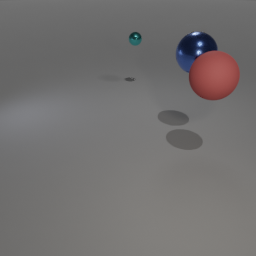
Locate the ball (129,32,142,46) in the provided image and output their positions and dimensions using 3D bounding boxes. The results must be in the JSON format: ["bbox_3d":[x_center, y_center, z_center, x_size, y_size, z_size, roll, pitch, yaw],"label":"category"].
[{"bbox_3d":[0.383,-4.674,14.687,0.700,0.700,0.700,0,28,0],"label":"ball"}]

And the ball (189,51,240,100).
[{"bbox_3d":[2.462,-1.495,8.053,1.400,1.400,1.400,0,28,0],"label":"ball"}]

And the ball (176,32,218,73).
[{"bbox_3d":[2.324,-2.530,9.495,1.400,1.400,1.400,0,28,0],"label":"ball"}]
